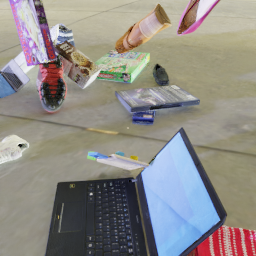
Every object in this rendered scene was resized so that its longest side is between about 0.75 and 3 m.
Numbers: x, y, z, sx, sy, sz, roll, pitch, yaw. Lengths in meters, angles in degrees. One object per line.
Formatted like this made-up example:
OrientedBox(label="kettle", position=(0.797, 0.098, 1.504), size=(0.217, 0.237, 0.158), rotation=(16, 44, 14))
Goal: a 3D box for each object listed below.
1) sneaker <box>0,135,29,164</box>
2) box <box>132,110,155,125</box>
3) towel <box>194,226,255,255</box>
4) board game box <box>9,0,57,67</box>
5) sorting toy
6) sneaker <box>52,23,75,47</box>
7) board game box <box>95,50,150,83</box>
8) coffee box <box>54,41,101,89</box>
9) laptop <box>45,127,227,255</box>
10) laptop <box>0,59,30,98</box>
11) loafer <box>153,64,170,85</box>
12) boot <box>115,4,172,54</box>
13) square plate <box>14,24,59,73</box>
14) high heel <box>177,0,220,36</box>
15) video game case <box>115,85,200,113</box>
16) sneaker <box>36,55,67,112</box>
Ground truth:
OrientedBox(label="sneaker", position=(-2.844, 0.557, 6.405), size=(0.628, 0.472, 1.260), rotation=(16, 35, 24))
OrientedBox(label="box", position=(0.478, -0.415, 8.294), size=(0.620, 0.166, 1.024), rotation=(4, 32, 6))
OrientedBox(label="towel", position=(2.084, 2.110, 3.912), size=(2.312, 0.260, 1.672), rotation=(5, 32, 8))
OrientedBox(label="board game box", position=(-2.902, -3.157, 8.332), size=(0.399, 2.473, 1.485), rotation=(-22, 17, -36))
OrientedBox(label="sorting toy", position=(-0.100, 0.663, 5.763), size=(1.575, 0.215, 0.887), rotation=(19, -19, -25))
OrientedBox(label="sneaker", position=(-3.744, -4.169, 13.220), size=(2.654, 1.440, 0.930), rotation=(6, 32, 10))
OrientedBox(label="board game box", position=(-0.323, -2.666, 11.758), size=(1.847, 0.400, 2.745), rotation=(10, 33, 15))
OrientedBox(label="coffee box", position=(-1.930, -2.311, 10.170), size=(1.654, 0.660, 0.935), rotation=(39, 37, -4))
OrientedBox(label="laptop", position=(-0.095, 1.156, 4.625), size=(2.528, 1.306, 2.240), rotation=(-3, 31, -4))
OrientedBox(label="laptop", position=(-4.120, -1.694, 9.547), size=(1.032, 0.966, 0.598), rotation=(-40, -1, 9))
OrientedBox(label="loafer", position=(1.234, -2.033, 10.618), size=(0.488, 0.505, 1.438), rotation=(-5, 32, -8))
OrientedBox(label="boot", position=(0.499, -3.295, 9.443), size=(1.718, 0.818, 2.221), rotation=(-29, 11, 30))
OrientedBox(label="square plate", position=(-3.735, -2.857, 10.969), size=(2.797, 0.398, 2.771), rotation=(-35, 30, 10))
OrientedBox(label="high heel", position=(1.123, -1.936, 4.150), size=(0.445, 1.320, 0.633), rotation=(41, 67, 0))
OrientedBox(label="video game case", position=(0.891, -0.976, 8.975), size=(2.267, 0.215, 1.620), rotation=(-9, 27, -16))
OrientedBox(label="sneaker", position=(-2.530, -1.332, 9.186), size=(0.839, 1.160, 2.374), rotation=(3, 52, -23))
